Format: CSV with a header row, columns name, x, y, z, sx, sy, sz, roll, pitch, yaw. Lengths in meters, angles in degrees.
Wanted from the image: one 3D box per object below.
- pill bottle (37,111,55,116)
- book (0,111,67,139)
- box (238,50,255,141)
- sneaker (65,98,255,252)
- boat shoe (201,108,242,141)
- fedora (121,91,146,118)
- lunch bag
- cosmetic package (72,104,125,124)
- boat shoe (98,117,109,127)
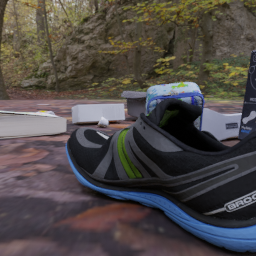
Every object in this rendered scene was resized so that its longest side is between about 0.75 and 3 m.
name,x,y,z,sx,sy,sz,roll,pitch,yaw
pill bottle,-3.141,-0.427,10.484,0.822,0.428,0.428,6,9,37
book,-2.986,-0.174,8.151,1.862,0.670,2.787,1,5,-25
box,3.474,-0.361,4.285,2.751,1.578,1.818,3,6,-18
sneaker,0.281,0.231,2.721,0.890,1.040,2.510,-4,8,-42
boat shoe,2.050,-0.032,6.578,2.165,0.743,0.613,2,-5,-23
fedora,0.940,-0.852,11.040,2.484,1.122,2.197,0,7,-19
lunch bag,0.821,-0.178,4.936,1.002,1.247,0.514,-4,40,-1
cosmetic package,-1.064,-0.512,10.011,1.710,0.609,0.867,-3,-1,-25
boat shoe,-0.774,-0.179,9.148,0.310,0.325,0.904,25,-5,-6
